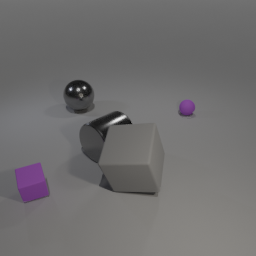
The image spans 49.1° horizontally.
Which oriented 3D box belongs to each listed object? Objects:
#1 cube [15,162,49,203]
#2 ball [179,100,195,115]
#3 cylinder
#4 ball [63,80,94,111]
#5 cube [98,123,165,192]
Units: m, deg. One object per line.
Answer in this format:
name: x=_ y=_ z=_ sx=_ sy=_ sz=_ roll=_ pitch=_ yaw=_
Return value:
cube: x=-2.679 y=1.514 z=7.816 sx=0.700 sy=0.700 sz=0.700 roll=-15 pitch=47 yaw=-18
ball: x=2.646 y=-0.924 z=12.531 sx=0.700 sy=0.700 sz=0.700 roll=0 pitch=29 yaw=0
cylinder: x=-0.700 y=0.283 z=9.597 sx=1.400 sy=1.400 sz=1.400 roll=24 pitch=36 yaw=36
ball: x=-2.234 y=-1.494 z=12.767 sx=1.400 sy=1.400 sz=1.400 roll=0 pitch=29 yaw=0
cube: x=0.171 y=0.850 z=7.896 sx=1.400 sy=1.400 sz=1.400 roll=-3 pitch=47 yaw=19
